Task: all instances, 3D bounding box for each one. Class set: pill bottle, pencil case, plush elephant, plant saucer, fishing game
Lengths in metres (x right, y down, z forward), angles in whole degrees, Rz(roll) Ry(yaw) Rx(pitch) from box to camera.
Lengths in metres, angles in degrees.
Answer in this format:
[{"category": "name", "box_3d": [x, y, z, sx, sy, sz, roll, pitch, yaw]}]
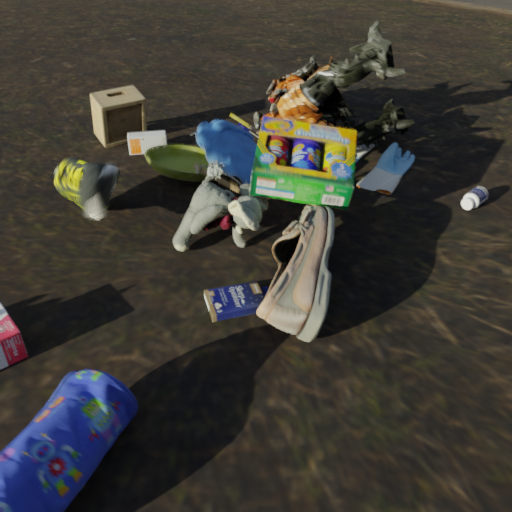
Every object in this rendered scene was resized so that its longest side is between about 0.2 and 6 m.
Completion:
[{"category": "pill bottle", "box_3d": [4.702, -1.229, 12.097, 0.360, 0.360, 0.649, 29, 45, 35]}, {"category": "pencil case", "box_3d": [-2.410, 2.319, 6.426, 0.946, 1.053, 2.425, -22, 19, 37]}, {"category": "plush elephant", "box_3d": [-0.505, -0.792, 10.659, 1.378, 1.780, 1.466, 29, 31, 7]}, {"category": "plant saucer", "box_3d": [-1.584, -2.157, 13.191, 2.074, 0.322, 2.074, 9, 25, -4]}, {"category": "fishing game", "box_3d": [-0.389, -2.266, 12.970, 2.452, 0.532, 3.424, 28, 34, -10]}]

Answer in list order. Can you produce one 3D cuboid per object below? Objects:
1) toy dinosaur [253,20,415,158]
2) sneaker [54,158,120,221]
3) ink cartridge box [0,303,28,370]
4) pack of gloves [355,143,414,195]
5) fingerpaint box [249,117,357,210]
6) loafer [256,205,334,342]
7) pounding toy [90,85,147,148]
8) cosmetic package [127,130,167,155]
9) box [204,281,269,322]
[{"category": "toy dinosaur", "box_3d": [1.806, -3.564, 14.240, 3.752, 2.824, 5.528, -18, 52, 6]}, {"category": "sneaker", "box_3d": [-3.390, -1.353, 10.878, 1.183, 1.041, 2.796, 21, -3, -16]}, {"category": "ink cartridge box", "box_3d": [-4.237, 1.340, 8.227, 1.340, 0.565, 0.970, -25, 42, -31]}, {"category": "pack of gloves", "box_3d": [2.708, -2.409, 13.703, 2.011, 0.472, 2.394, 18, 38, 22]}, {"category": "fingerpaint box", "box_3d": [0.934, -1.824, 10.862, 1.914, 0.702, 1.597, 10, 53, 2]}, {"category": "loafer", "box_3d": [0.694, 0.022, 9.470, 1.014, 1.159, 3.225, 18, 38, -6]}, {"category": "pounding toy", "box_3d": [-3.551, -3.739, 14.955, 1.551, 1.427, 1.102, -21, 52, -27]}, {"category": "cosmetic package", "box_3d": [-2.790, -2.904, 14.386, 0.971, 0.492, 0.346, -6, 36, -8]}, {"category": "box", "box_3d": [-0.256, 0.745, 9.428, 1.138, 0.184, 0.690, -8, 36, -14]}]
